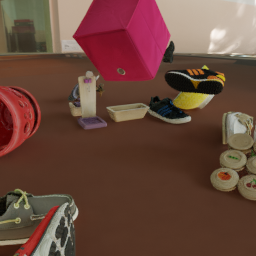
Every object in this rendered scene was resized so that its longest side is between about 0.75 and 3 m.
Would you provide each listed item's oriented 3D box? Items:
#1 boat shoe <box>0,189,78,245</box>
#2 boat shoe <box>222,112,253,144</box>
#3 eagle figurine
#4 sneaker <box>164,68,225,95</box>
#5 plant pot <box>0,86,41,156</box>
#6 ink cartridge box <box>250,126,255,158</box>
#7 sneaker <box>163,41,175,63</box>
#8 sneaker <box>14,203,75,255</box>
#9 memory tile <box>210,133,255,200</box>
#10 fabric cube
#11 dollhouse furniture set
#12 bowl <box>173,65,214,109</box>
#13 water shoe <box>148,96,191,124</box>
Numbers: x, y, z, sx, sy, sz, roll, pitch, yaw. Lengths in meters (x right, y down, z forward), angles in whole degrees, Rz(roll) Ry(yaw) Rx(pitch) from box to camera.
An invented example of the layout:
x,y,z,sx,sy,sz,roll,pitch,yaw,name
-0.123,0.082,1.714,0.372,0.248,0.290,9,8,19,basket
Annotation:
x,y,z,sx,sy,sz,roll,pitch,yaw,name
-2.030,1.477,4.752,2.360,0.705,0.843,-8,20,-21,boat shoe
3.534,-0.087,8.990,0.820,0.896,2.398,3,18,27,boat shoe
-2.063,-1.861,13.861,1.758,1.334,1.327,0,39,-17,eagle figurine
2.093,-1.549,8.768,1.832,0.641,0.824,14,45,20,sneaker
-3.662,-0.272,8.125,1.954,1.954,1.779,3,10,7,plant pot
4.140,-0.163,6.856,1.754,2.423,1.017,12,21,32,ink cartridge box
1.841,-3.486,12.785,0.496,1.092,0.415,6,-14,28,sneaker
-1.399,1.805,3.470,1.105,1.002,2.603,-1,18,10,sneaker
3.197,0.912,6.099,2.414,0.203,1.851,13,46,34,memory tile
-0.111,-3.022,9.213,2.079,2.112,2.119,5,61,32,fabric cube
-0.753,-1.373,11.049,2.776,1.970,2.199,-8,21,-23,dollhouse furniture set
3.045,-1.535,12.249,1.165,2.165,2.165,41,26,2,bowl
1.551,-0.758,11.012,0.755,0.833,2.112,-15,24,-37,water shoe
